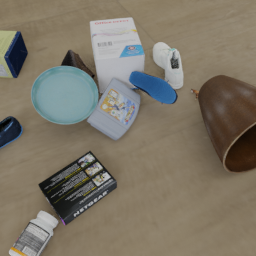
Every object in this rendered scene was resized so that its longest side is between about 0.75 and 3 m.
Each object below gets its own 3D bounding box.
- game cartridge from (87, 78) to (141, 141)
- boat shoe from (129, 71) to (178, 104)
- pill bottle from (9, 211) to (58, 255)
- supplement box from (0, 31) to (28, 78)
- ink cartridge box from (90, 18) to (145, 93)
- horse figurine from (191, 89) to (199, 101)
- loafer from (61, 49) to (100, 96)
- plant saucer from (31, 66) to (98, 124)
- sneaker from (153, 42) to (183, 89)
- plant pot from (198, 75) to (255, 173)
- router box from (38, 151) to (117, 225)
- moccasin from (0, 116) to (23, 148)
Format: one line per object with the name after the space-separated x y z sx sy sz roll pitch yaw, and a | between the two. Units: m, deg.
-0.360 -0.641 9.355 1.348 0.421 2.025 30 56 -7 | game cartridge
0.927 -1.408 9.393 1.934 0.664 0.814 41 104 29 | boat shoe
-2.298 2.718 6.943 0.689 0.689 1.184 21 55 15 | pill bottle
-5.041 -2.903 10.958 1.592 1.070 1.593 3 53 2 | supplement box
-0.439 -2.740 10.464 1.658 1.650 2.260 -8 53 -6 | ink cartridge box
2.769 -1.218 10.179 0.913 0.228 0.605 -3 35 8 | horse figurine
-1.800 -1.894 10.445 0.959 0.987 2.703 12 40 -39 | loafer
-1.955 -1.010 8.770 2.034 0.279 2.034 4 69 -10 | plant saucer
1.624 -2.713 10.796 0.940 1.105 2.497 -12 53 -7 | sneaker
3.196 -0.383 8.293 2.360 2.360 2.525 -16 47 -12 | plant pot
-1.398 1.631 7.902 1.780 0.455 1.328 -33 59 -22 | router box
-4.498 0.378 8.622 0.971 0.823 2.412 35 60 23 | moccasin
